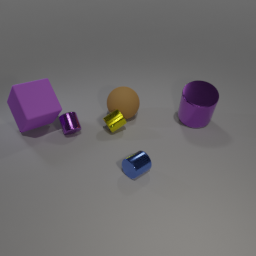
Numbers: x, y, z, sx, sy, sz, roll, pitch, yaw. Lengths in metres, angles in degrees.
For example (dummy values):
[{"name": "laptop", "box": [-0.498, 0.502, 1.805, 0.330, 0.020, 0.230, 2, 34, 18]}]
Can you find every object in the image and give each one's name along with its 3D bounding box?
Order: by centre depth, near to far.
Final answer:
[{"name": "cylinder", "box": [0.276, 1.168, 8.932, 0.700, 0.700, 0.700, -26, 40, -34]}, {"name": "cube", "box": [-3.602, -0.862, 10.742, 1.400, 1.400, 1.400, -22, 82, -36]}, {"name": "cylinder", "box": [-2.239, -0.178, 10.854, 0.700, 0.700, 0.700, -16, 78, -24]}, {"name": "cylinder", "box": [-0.523, -0.283, 11.022, 0.700, 0.700, 0.700, -35, 39, -6]}, {"name": "cylinder", "box": [2.794, -0.938, 11.260, 1.400, 1.400, 1.400, 0, 55, 1]}, {"name": "ball", "box": [-0.204, -1.061, 11.888, 1.400, 1.400, 1.400, 0, 32, 0]}]
